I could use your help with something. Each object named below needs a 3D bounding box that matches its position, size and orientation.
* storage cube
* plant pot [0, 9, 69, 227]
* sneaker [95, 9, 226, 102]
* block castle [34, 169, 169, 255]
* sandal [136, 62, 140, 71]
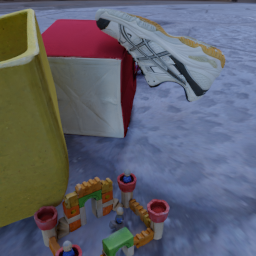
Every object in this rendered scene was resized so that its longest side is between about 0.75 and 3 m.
[{"bbox_3d":[-0.992,-1.274,6.964,2.460,2.103,2.211,4,39,6],"label":"storage cube"},{"bbox_3d":[-2.106,0.081,4.058,2.485,2.542,2.469,-18,36,-8],"label":"plant pot"},{"bbox_3d":[0.426,-1.411,5.458,2.700,1.184,1.021,29,28,12],"label":"sneaker"},{"bbox_3d":[-0.355,1.278,3.962,1.660,0.779,1.109,-18,33,-29],"label":"block castle"},{"bbox_3d":[1.209,-2.583,11.043,2.716,1.105,0.668,-26,79,-39],"label":"sandal"}]
